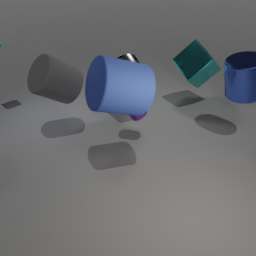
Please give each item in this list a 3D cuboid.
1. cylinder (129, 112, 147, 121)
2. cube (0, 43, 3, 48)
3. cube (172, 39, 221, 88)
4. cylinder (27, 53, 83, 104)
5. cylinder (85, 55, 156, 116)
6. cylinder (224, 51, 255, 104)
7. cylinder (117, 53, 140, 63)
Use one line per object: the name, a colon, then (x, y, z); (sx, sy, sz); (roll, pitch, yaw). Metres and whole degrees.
cylinder: (0.246, -0.727, 10.187); (0.700, 0.700, 0.700); (-23, 43, 23)
cube: (-5.544, -3.409, 10.990); (0.700, 0.700, 0.700); (-43, 62, -13)
cube: (3.194, -2.947, 13.006); (1.400, 1.400, 1.400); (11, 44, -57)
cylinder: (-2.529, -1.681, 9.777); (1.400, 1.400, 1.400); (17, 11, -47)
cylinder: (-0.227, -1.069, 7.306); (1.400, 1.400, 1.400); (4, 25, -29)
cylinder: (4.202, -1.819, 10.044); (1.400, 1.400, 1.400); (-9, 36, 7)
cylinder: (0.054, -2.082, 11.514); (1.400, 1.400, 1.400); (-21, 71, -32)
